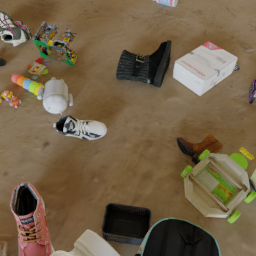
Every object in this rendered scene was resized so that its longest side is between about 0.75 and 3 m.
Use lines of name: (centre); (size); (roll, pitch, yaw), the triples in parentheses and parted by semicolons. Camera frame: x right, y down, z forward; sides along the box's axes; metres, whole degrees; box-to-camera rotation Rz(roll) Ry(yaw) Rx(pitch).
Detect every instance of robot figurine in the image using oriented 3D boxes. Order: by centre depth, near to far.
robot figurine: (-2.531, -1.106, 9.829); (1.237, 0.824, 1.459); (10, 50, -21)

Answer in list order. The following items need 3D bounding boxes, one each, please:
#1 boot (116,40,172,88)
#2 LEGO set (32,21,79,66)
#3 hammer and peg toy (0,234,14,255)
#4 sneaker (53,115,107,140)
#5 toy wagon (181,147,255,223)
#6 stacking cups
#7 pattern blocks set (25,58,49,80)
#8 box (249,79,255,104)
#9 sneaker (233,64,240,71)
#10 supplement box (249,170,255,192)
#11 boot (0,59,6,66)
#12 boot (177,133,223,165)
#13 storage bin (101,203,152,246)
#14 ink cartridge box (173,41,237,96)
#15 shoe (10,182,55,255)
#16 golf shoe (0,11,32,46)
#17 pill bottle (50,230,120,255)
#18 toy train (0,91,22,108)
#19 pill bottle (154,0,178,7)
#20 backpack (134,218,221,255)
boot: (0.673, -2.712, 10.990); (1.835, 0.923, 2.454); (15, 54, 11)
LEGO set: (-2.764, -3.448, 11.232); (1.923, 1.479, 1.114); (16, 70, 21)
hammer and peg toy: (-3.475, 3.140, 6.738); (1.181, 0.566, 1.605); (-8, 53, -6)
sneaker: (-1.548, -0.004, 8.731); (1.646, 1.071, 0.657); (12, 89, 9)
toy wagon: (2.724, 1.450, 8.004); (2.358, 0.467, 1.830); (-37, 69, -25)
stacking cups: (-3.700, -1.576, 10.479); (1.615, 0.489, 0.489); (23, 56, 22)
pattern blocks set: (-3.636, -2.369, 11.260); (0.948, 0.087, 1.079); (27, 57, 19)
box: (4.561, -1.336, 10.185); (0.137, 0.542, 0.758); (12, 54, 7)
sneaker: (4.205, -2.621, 11.350); (0.813, 0.313, 0.360); (39, 51, 22)
supplement box: (4.743, 1.240, 6.970); (2.346, 2.348, 1.576); (-12, 53, -3)
boot: (-5.372, -2.831, 11.470); (0.837, 0.315, 0.626); (-4, 52, -3)
boot: (2.278, 0.468, 8.899); (1.172, 0.401, 1.104); (-33, 59, -23)
storage bin: (-0.026, 2.492, 7.240); (1.207, 0.566, 0.816); (7, 52, 4)
ink cartridge box: (2.920, -2.323, 10.754); (1.992, 0.825, 1.459); (-34, 60, -23)
shoe: (-2.394, 2.538, 6.871); (0.852, 1.084, 2.384); (-14, 54, -10)
golf shoe: (-5.374, -4.407, 12.354); (2.335, 0.901, 1.028); (30, 66, 22)
pill bottle: (-1.432, 3.632, 5.668); (1.670, 1.670, 2.976); (32, 59, 22)
toy train: (-4.481, -1.020, 10.084); (1.145, 0.319, 0.860); (-15, 54, -12)
pill bottle: (1.867, -6.596, 14.131); (1.254, 0.682, 0.682); (21, 55, 17)
backpack: (0.999, 3.113, 6.105); (1.820, 1.587, 2.071); (17, 65, 10)
